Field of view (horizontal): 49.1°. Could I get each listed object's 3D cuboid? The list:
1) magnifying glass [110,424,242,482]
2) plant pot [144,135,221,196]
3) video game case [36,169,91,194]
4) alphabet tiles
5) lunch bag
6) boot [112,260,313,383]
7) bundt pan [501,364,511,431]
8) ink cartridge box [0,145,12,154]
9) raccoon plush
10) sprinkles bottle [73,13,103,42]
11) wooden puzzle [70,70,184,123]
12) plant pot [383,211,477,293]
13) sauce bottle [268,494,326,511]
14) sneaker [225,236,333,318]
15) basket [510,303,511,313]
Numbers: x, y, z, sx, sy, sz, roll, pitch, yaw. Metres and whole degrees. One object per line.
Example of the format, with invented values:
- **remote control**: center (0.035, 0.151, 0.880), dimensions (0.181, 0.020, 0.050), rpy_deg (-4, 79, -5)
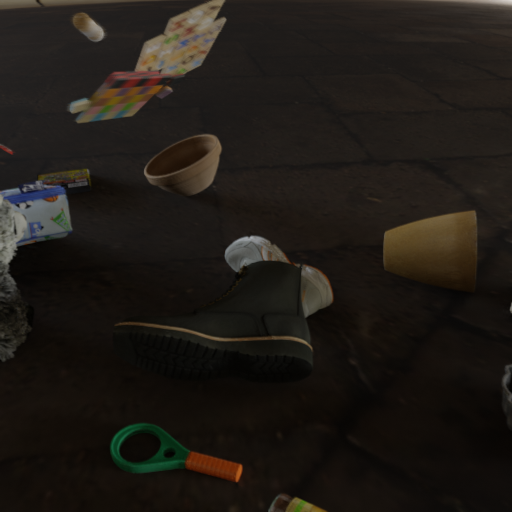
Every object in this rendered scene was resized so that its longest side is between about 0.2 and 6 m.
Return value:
- **magnifying glass**: center (-0.980, 2.418, 6.739), dimensions (1.643, 0.184, 0.654), rpy_deg (8, 32, 16)
- **plant pot**: center (-1.571, -1.980, 12.980), dimensions (1.856, 0.857, 1.856), rpy_deg (-18, 32, 12)
- **video game case**: center (-4.664, -1.769, 13.563), dimensions (1.240, 0.158, 1.121), rpy_deg (-10, 33, -15)
- **alphabet tiles**: center (-1.391, -3.745, 10.152), dimensions (1.943, 0.088, 2.324), rpy_deg (-37, 3, -28)
- **lunch bag**: center (-4.682, -0.676, 10.136), dimensions (2.234, 1.053, 2.788), rpy_deg (-14, 10, -30)
- **boot**: center (-0.571, 0.789, 8.177), dimensions (2.721, 1.054, 1.882), rpy_deg (10, 48, -8)
- **bundt pan**: center (3.891, 1.976, 6.995), dimensions (1.679, 0.630, 1.679), rpy_deg (-1, 32, 0)
- **ink cartridge box**: center (-4.972, -2.045, 10.244), dimensions (0.941, 0.237, 0.513), rpy_deg (29, -8, -19)
- **raccoon plush**: center (-4.421, 0.527, 7.563), dimensions (1.786, 2.474, 3.692), rpy_deg (8, 34, 9)
- **sprinkles bottle**: center (-3.189, -4.347, 10.674), dimensions (0.310, 0.310, 0.907), rpy_deg (0, 8, 0)
- **wooden puzzle**: center (-2.273, -2.750, 9.637), dimensions (1.286, 0.152, 2.168), rpy_deg (-29, -1, 38)
- **plant pot**: center (3.033, -0.072, 9.823), dimensions (1.504, 1.402, 1.402), rpy_deg (0, 30, 19)
- **sauce bottle**: center (0.925, 2.935, 5.510), dimensions (1.749, 0.566, 0.566), rpy_deg (15, 34, 22)
- **sneaker**: center (0.144, 0.390, 9.445), dimensions (2.237, 0.847, 1.029), rpy_deg (26, 44, 37)
- **basket**: center (5.987, -0.056, 8.658), dimensions (2.921, 2.349, 2.895), rpy_deg (23, 39, 34)
